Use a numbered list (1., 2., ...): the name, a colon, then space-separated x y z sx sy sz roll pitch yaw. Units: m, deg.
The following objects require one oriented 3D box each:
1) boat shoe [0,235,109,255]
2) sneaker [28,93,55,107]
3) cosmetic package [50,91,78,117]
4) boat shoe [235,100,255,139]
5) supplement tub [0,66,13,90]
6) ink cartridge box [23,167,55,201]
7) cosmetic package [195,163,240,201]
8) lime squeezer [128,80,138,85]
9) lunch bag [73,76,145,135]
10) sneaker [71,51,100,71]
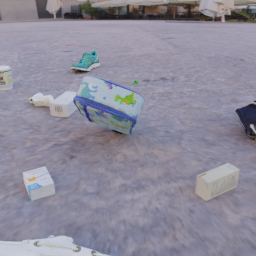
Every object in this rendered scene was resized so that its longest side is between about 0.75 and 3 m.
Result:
1. boat shoe: -1.040 2.017 3.913 2.856 1.011 0.990 12 27 5
2. sneaker: -3.276 -0.996 10.731 1.419 0.499 0.569 14 33 41
3. cosmetic package: -2.264 -0.910 10.447 0.719 0.523 1.414 7 25 14
4. boat shoe: 4.162 0.111 7.939 1.340 1.079 2.889 -26 30 12
5. supplement tub: -5.627 -2.265 12.686 0.715 0.986 0.715 0 26 0
6. ink cartridge box: -2.039 1.189 6.315 0.532 0.313 0.924 -14 29 -26
7. cosmetic package: 1.961 1.170 6.147 0.967 0.508 0.344 -13 27 -28
8. lime squeezer: 0.323 -2.251 13.624 0.304 0.162 0.861 12 29 23
9. lunch bag: -0.550 -0.572 7.826 1.813 0.930 2.256 22 -10 0
10. sneaker: -2.451 -3.782 15.849 0.951 0.978 2.455 10 28 20
